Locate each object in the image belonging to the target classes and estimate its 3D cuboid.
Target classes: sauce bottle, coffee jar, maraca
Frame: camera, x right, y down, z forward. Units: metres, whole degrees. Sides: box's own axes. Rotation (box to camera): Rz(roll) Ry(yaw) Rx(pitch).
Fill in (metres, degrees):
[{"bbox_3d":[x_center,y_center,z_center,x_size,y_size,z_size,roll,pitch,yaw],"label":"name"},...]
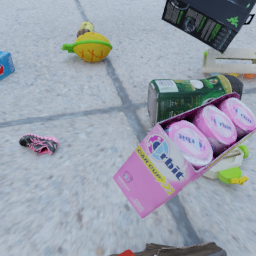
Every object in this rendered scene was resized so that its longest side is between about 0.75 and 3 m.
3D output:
[{"bbox_3d":[-2.186,-4.763,14.263,0.787,0.787,2.434,-1,36,-1],"label":"sauce bottle"},{"bbox_3d":[1.988,-0.818,8.353,2.712,1.414,1.157,-5,36,-9],"label":"coffee jar"},{"bbox_3d":[-1.772,-3.484,12.168,2.255,1.206,1.546,0,-5,20],"label":"maraca"}]

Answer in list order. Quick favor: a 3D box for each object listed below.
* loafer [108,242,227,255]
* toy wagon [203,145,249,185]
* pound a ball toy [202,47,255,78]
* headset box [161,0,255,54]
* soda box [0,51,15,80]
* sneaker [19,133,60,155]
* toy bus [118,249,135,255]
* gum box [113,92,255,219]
[{"bbox_3d":[0.571,2.213,4.695,2.211,0.807,0.785,-7,37,-10],"label":"loafer"},{"bbox_3d":[2.143,0.710,7.083,1.727,0.440,2.226,-11,38,-14],"label":"toy wagon"},{"bbox_3d":[4.372,-2.568,11.250,2.670,1.134,1.741,3,11,5],"label":"pound a ball toy"},{"bbox_3d":[2.631,-3.770,8.501,2.420,1.122,2.107,33,73,6],"label":"headset box"},{"bbox_3d":[-5.473,-2.070,10.544,0.873,0.826,2.573,11,37,14],"label":"soda box"},{"bbox_3d":[-2.426,0.477,7.474,1.114,0.440,0.531,4,48,8],"label":"sneaker"},{"bbox_3d":[-0.043,2.803,3.658,2.080,1.075,1.963,34,68,-1],"label":"toy bus"},{"bbox_3d":[0.970,0.290,4.059,2.160,1.226,0.714,-21,66,-43],"label":"gum box"}]
